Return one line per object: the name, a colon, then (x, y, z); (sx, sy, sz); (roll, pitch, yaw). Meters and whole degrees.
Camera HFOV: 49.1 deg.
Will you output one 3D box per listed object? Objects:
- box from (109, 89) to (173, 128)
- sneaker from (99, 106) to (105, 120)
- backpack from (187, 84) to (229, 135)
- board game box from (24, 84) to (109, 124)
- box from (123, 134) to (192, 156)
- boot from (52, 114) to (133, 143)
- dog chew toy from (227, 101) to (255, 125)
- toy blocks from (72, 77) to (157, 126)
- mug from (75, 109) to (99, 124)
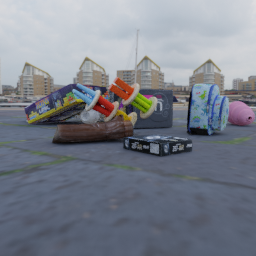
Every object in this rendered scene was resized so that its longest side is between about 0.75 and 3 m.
box: (0.438, -0.860, 11.760); (1.754, 1.522, 2.870); (-2, 7, -22)
sneaker: (-1.455, -0.796, 14.325); (2.709, 1.180, 1.009); (14, -30, 26)
backpack: (2.566, -0.603, 8.851); (1.151, 1.566, 1.433); (3, 5, 27)
board game box: (-2.710, -1.062, 12.664); (2.972, 0.843, 2.457); (-20, -7, 29)
box: (0.612, 0.341, 5.924); (0.935, 0.254, 1.168); (-4, 7, -38)
boot: (-1.034, 0.050, 7.523); (1.998, 0.642, 1.862); (-7, 2, -14)
dog chew toy: (4.837, -0.568, 12.001); (1.029, 1.029, 1.652); (0, 14, -2)
toy blocks: (-0.446, -0.857, 8.179); (2.056, 0.747, 1.713); (31, -44, -23)
mug: (-1.860, -0.525, 12.376); (0.995, 0.735, 0.872); (-4, 2, 12)
